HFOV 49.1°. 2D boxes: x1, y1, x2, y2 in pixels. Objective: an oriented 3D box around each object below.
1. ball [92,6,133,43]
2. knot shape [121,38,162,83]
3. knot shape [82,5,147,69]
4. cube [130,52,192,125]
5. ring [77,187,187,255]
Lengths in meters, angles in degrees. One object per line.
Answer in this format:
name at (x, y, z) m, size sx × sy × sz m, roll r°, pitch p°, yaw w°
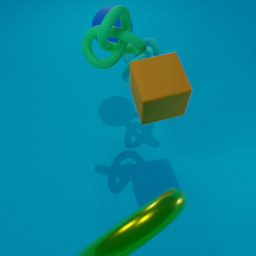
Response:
ball at (-0.455, -2.909, 8.130) m, size 1.185 × 1.185 × 1.185 m, roll 0°, pitch 53°, yaw 0°
knot shape at (0.310, -1.973, 7.847) m, size 1.415 × 0.654 × 1.324 m, roll -36°, pitch 37°, yaw 24°
knot shape at (-0.220, -1.978, 6.428) m, size 1.387 × 1.482 × 0.685 m, roll 10°, pitch 51°, yaw -35°
cube at (0.696, -0.883, 6.418) m, size 1.086 × 1.086 × 1.086 m, roll -14°, pitch 64°, yaw -5°
ring at (0.071, 1.377, 3.835) m, size 1.723 × 1.723 × 0.345 m, roll -30°, pitch 75°, yaw -20°
